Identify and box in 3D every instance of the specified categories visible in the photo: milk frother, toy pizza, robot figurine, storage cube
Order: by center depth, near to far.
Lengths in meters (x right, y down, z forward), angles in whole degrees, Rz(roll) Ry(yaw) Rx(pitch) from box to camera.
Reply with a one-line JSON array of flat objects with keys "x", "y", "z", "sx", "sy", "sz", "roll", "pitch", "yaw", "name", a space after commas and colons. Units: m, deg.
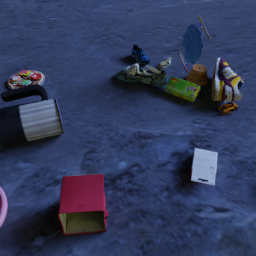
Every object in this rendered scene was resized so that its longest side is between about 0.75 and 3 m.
[{"x": -1.258, "y": 2.153, "z": 7.947, "sx": 1.365, "sy": 1.167, "sz": 1.227, "roll": -3, "pitch": 42, "yaw": -3, "name": "storage cube"}, {"x": -3.592, "y": -0.588, "z": 9.753, "sx": 2.318, "sy": 2.224, "sz": 2.464, "roll": -14, "pitch": 1, "yaw": -14, "name": "milk frother"}, {"x": 4.280, "y": -0.841, "z": 11.850, "sx": 0.806, "sy": 0.235, "sz": 0.584, "roll": -14, "pitch": 45, "yaw": -13, "name": "robot figurine"}, {"x": -4.901, "y": -2.348, "z": 13.432, "sx": 1.750, "sy": 0.277, "sz": 1.750, "roll": 0, "pitch": 43, "yaw": 0, "name": "toy pizza"}]

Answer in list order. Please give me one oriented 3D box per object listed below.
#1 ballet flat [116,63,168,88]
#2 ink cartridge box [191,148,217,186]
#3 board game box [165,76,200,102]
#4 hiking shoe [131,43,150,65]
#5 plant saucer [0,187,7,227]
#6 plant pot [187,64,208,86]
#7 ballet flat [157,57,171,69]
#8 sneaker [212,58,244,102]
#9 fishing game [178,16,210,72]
[{"x": 0.648, "y": -2.628, "z": 13.307, "sx": 2.578, "sy": 0.957, "sz": 0.957, "roll": 12, "pitch": 44, "yaw": 13, "name": "ballet flat"}, {"x": 2.540, "y": 1.364, "z": 9.394, "sx": 0.786, "sy": 0.363, "sz": 1.443, "roll": 11, "pitch": 45, "yaw": 11, "name": "ink cartridge box"}, {"x": 2.436, "y": -1.758, "z": 12.561, "sx": 1.393, "sy": 0.332, "sz": 0.707, "roll": 25, "pitch": 74, "yaw": 23, "name": "board game box"}, {"x": 0.641, "y": -3.861, "z": 14.781, "sx": 0.562, "sy": 0.655, "sz": 1.511, "roll": -25, "pitch": 49, "yaw": -25, "name": "hiking shoe"}, {"x": -4.556, "y": 2.500, "z": 7.800, "sx": 2.327, "sy": 0.590, "sz": 2.327, "roll": 2, "pitch": 44, "yaw": -2, "name": "plant saucer"}, {"x": 3.371, "y": -2.579, "z": 13.386, "sx": 0.986, "sy": 0.690, "sz": 0.986, "roll": 1, "pitch": 43, "yaw": -1, "name": "plant pot"}, {"x": 1.955, "y": -3.324, "z": 14.501, "sx": 1.089, "sy": 0.384, "sz": 0.355, "roll": -36, "pitch": 80, "yaw": -29, "name": "ballet flat"}, {"x": 4.522, "y": -2.165, "z": 12.700, "sx": 1.277, "sy": 1.062, "sz": 2.834, "roll": 8, "pitch": 50, "yaw": 12, "name": "sneaker"}, {"x": 2.939, "y": -3.750, "z": 12.561, "sx": 0.375, "sy": 2.415, "sz": 1.729, "roll": -9, "pitch": 64, "yaw": -17, "name": "fishing game"}]
